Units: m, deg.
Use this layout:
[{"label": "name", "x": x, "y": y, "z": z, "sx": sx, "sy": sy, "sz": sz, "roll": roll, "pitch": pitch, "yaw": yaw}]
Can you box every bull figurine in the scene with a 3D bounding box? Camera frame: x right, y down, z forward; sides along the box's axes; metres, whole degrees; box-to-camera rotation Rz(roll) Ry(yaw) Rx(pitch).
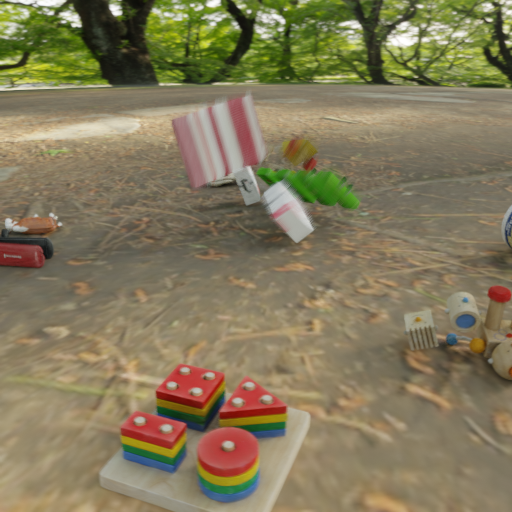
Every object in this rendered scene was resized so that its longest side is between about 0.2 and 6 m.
[{"label": "bull figurine", "x": -4.961, "y": -0.704, "z": 12.488, "sx": 1.179, "sy": 0.384, "sz": 0.716, "roll": 4, "pitch": 22, "yaw": 10}]

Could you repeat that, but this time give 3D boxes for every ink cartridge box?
[{"label": "ink cartridge box", "x": -0.252, "y": -1.899, "z": 14.293, "sx": 0.403, "sy": 0.973, "sz": 0.714, "roll": -19, "pitch": 30, "yaw": 7}, {"label": "ink cartridge box", "x": 0.674, "y": -0.934, "z": 11.871, "sx": 0.480, "sy": 0.825, "sz": 1.132, "roll": -37, "pitch": 36, "yaw": 11}]

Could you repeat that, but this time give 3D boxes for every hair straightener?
[{"label": "hair straightener", "x": -5.278, "y": -0.141, "z": 11.110, "sx": 2.654, "sy": 0.543, "sz": 1.021, "roll": -2, "pitch": 21, "yaw": 7}]

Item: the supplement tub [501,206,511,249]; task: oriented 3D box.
[{"label": "supplement tub", "x": 5.673, "y": -0.405, "z": 10.674, "sx": 1.175, "sy": 1.175, "sz": 1.628, "roll": -7, "pitch": 24, "yaw": -18}]

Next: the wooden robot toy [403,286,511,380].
[{"label": "wooden robot toy", "x": 3.211, "y": 1.096, "z": 7.352, "sx": 2.403, "sy": 1.059, "sz": 1.091, "roll": 3, "pitch": 33, "yaw": 9}]

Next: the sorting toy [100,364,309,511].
[{"label": "sorting toy", "x": -0.464, "y": 1.837, "z": 5.879, "sx": 1.690, "sy": 0.592, "sz": 1.700, "roll": 8, "pitch": 23, "yaw": 20}]

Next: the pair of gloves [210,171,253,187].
[{"label": "pair of gloves", "x": -1.004, "y": -2.428, "z": 16.878, "sx": 1.582, "sy": 0.326, "sz": 1.860, "roll": -10, "pitch": 21, "yaw": -13}]

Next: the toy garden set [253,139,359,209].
[{"label": "toy garden set", "x": 0.930, "y": -2.018, "z": 13.062, "sx": 2.188, "sy": 0.524, "sz": 2.625, "roll": 38, "pitch": -13, "yaw": -36}]

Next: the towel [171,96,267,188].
[{"label": "towel", "x": -0.684, "y": -2.258, "z": 10.962, "sx": 1.851, "sy": 1.333, "sz": 0.211, "roll": -27, "pitch": 22, "yaw": -29}]
